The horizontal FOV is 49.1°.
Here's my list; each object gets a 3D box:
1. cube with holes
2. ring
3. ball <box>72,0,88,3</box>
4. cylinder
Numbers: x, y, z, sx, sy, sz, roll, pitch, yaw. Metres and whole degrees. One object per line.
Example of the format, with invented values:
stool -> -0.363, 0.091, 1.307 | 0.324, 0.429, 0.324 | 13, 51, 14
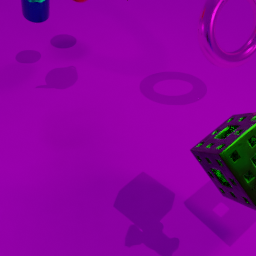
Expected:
cube with holes -> 1.589, 0.404, 3.803 | 0.884, 0.884, 0.884 | -37, 95, -9
ring -> 2.527, -2.423, 6.600 | 2.020, 2.020, 0.404 | -18, 28, -15
ball -> -1.484, -4.336, 8.544 | 0.947, 0.947, 0.947 | 0, 49, 0
cylinder -> -2.628, -3.554, 7.961 | 0.777, 0.777, 0.777 | 6, 63, -13
